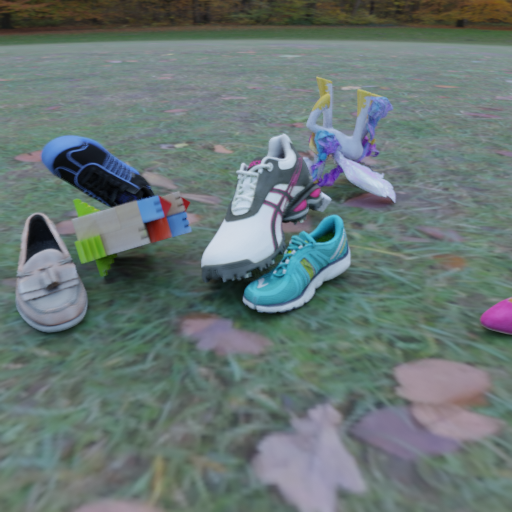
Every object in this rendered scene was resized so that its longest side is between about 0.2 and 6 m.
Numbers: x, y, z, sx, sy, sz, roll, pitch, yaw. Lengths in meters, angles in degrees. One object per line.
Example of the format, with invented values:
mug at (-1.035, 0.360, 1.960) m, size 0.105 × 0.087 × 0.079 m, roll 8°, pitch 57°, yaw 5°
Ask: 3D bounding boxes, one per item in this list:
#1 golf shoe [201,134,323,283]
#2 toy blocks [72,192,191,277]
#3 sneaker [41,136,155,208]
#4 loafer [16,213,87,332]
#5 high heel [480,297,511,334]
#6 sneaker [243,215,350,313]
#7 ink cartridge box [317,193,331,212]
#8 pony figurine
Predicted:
golf shoe at (-0.069, -0.766, 9.074) m, size 1.254 × 1.431 × 3.248 m, roll -5°, pitch 29°, yaw 33°
toy blocks at (-1.819, -0.502, 8.871) m, size 1.708 × 1.249 × 2.499 m, roll -17°, pitch 5°, yaw -6°
sneaker at (-2.748, -1.395, 10.352) m, size 0.980 × 0.882 × 2.515 m, roll 47°, pitch 14°, yaw 27°
loafer at (-3.217, 0.165, 8.464) m, size 0.975 × 0.853 × 2.713 m, roll -15°, pitch 29°, yaw -19°
high heel at (3.973, 0.486, 7.744) m, size 1.962 × 0.941 × 0.661 m, roll -8°, pitch 27°, yaw -15°
sneaker at (0.604, 0.095, 8.510) m, size 0.867 × 0.891 × 2.237 m, roll 21°, pitch 42°, yaw 36°
ink cartridge box at (1.043, -1.195, 11.165) m, size 0.585 × 0.336 × 0.806 m, roll 40°, pitch 17°, yaw 28°
pony figurine at (2.018, -2.368, 12.423) m, size 2.468 × 2.556 × 2.129 m, roll 14°, pitch 18°, yaw -7°
